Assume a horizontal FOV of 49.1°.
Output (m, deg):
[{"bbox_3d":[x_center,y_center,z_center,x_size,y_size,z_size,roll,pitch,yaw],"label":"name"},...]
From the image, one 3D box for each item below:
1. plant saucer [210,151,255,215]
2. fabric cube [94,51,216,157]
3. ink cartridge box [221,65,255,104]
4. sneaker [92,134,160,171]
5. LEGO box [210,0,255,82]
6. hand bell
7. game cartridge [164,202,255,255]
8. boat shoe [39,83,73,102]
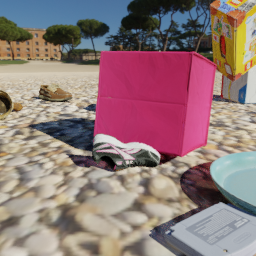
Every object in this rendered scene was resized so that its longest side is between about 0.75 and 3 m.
[{"bbox_3d":[2.426,0.861,3.978,2.454,0.336,2.454,1,13,0],"label":"plant saucer"},{"bbox_3d":[0.642,-0.555,6.050,1.930,1.936,1.899,9,7,28],"label":"fabric cube"},{"bbox_3d":[5.461,-2.257,13.781,0.994,1.717,2.956,-2,14,-9],"label":"ink cartridge box"},{"bbox_3d":[-0.070,0.564,5.084,1.267,0.509,0.547,13,54,0],"label":"sneaker"},{"bbox_3d":[3.226,-2.686,7.626,1.718,2.308,0.890,-37,55,-5],"label":"LEGO box"},{"bbox_3d":[-4.295,-0.798,10.205,1.011,1.011,1.941,0,1,1],"label":"hand bell"},{"bbox_3d":[1.021,1.157,3.065,1.072,0.217,0.715,-10,14,-36],"label":"game cartridge"},{"bbox_3d":[-3.613,-1.744,13.591,2.211,0.817,0.837,10,17,35],"label":"boat shoe"}]
